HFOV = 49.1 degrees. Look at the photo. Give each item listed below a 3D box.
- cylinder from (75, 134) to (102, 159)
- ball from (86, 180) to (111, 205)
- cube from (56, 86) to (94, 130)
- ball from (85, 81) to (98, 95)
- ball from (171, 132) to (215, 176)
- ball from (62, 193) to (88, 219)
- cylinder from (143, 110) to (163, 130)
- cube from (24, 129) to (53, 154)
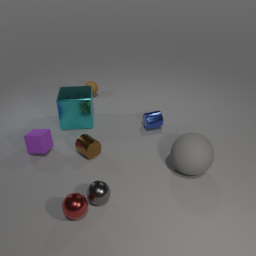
[{"bbox_3d":[-1.440,0.658,10.162,0.700,0.700,0.700,-27,41,-36],"label":"cylinder"},{"bbox_3d":[-0.857,1.882,8.163,0.700,0.700,0.700,0,31,0],"label":"ball"},{"bbox_3d":[-2.212,-0.888,12.013,1.400,1.400,1.400,-3,32,-5],"label":"cube"},{"bbox_3d":[-1.881,-2.044,14.308,0.700,0.700,0.700,0,31,0],"label":"ball"},{"bbox_3d":[2.099,0.845,9.153,1.400,1.400,1.400,0,31,0],"label":"ball"},{"bbox_3d":[-1.447,2.123,7.648,0.700,0.700,0.700,0,31,0],"label":"ball"},{"bbox_3d":[1.041,-0.335,11.738,0.700,0.700,0.700,-12,33,-11],"label":"cylinder"},{"bbox_3d":[-3.254,0.476,10.244,0.700,0.700,0.700,-1,20,13],"label":"cube"}]
